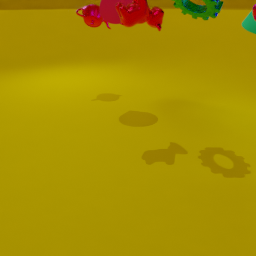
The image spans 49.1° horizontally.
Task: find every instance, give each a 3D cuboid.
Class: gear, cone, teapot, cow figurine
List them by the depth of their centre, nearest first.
[{"bbox_3d":[1.610,-3.007,6.621,1.221,0.226,1.221,24,-3,1],"label":"gear"},{"bbox_3d":[0.333,-2.774,6.986,1.125,1.107,0.618,-31,45,-1],"label":"cow figurine"},{"bbox_3d":[3.910,-3.341,7.008,1.654,1.660,1.654,0,38,0],"label":"cone"},{"bbox_3d":[-0.469,-4.362,9.222,1.281,1.281,1.285,-9,57,-18],"label":"cone"},{"bbox_3d":[-1.287,-4.233,10.774,1.458,0.714,0.907,13,-20,-24],"label":"teapot"}]

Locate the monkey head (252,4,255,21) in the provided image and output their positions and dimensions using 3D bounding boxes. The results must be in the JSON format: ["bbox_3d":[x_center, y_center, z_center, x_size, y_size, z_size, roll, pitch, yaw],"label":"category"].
[{"bbox_3d":[3.481,-2.657,5.938,1.335,1.856,1.118,28,79,42],"label":"monkey head"}]
